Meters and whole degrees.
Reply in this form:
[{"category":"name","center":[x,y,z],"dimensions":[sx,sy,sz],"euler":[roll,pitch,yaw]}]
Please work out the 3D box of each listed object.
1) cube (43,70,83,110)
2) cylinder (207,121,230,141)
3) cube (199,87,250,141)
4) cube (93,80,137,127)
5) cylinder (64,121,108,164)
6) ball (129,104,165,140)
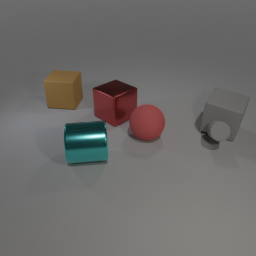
[{"category":"cube","center":[-3.060,-1.851,13.451],"dimensions":[1.400,1.400,1.400],"euler":[4,33,5]},{"category":"cylinder","center":[3.294,0.101,10.205],"dimensions":[0.700,0.700,0.700],"euler":[4,5,6]},{"category":"cube","center":[3.865,-0.576,11.245],"dimensions":[1.400,1.400,1.400],"euler":[21,42,22]},{"category":"cube","center":[-0.555,-1.133,12.332],"dimensions":[1.400,1.400,1.400],"euler":[-28,41,-37]},{"category":"cylinder","center":[-1.429,0.484,9.738],"dimensions":[1.400,1.400,1.400],"euler":[-4,32,-6]},{"category":"ball","center":[0.743,-0.222,10.901],"dimensions":[1.400,1.400,1.400],"euler":[0,32,0]}]
